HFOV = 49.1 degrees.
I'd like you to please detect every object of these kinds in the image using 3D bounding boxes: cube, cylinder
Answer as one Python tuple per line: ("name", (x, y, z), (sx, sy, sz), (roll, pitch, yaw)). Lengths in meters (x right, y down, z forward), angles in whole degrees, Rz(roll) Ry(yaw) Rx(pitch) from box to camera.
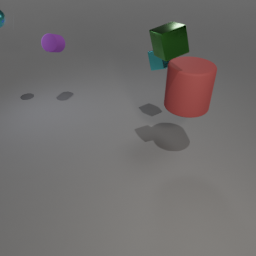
("cube", (1.241, -2.515, 10.134), (0.700, 0.700, 0.700), (-22, 17, -34))
("cylinder", (-2.975, -3.388, 11.195), (0.700, 0.700, 0.700), (9, 16, 13))
("cube", (1.049, -2.214, 7.132), (0.700, 0.700, 0.700), (-23, 33, -11))
("cylinder", (1.842, -1.251, 8.448), (1.400, 1.400, 1.400), (1, 34, -1))

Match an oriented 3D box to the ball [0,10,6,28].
("ball", (-4.791, -3.961, 10.097), (0.700, 0.700, 0.700), (0, 32, 0))
